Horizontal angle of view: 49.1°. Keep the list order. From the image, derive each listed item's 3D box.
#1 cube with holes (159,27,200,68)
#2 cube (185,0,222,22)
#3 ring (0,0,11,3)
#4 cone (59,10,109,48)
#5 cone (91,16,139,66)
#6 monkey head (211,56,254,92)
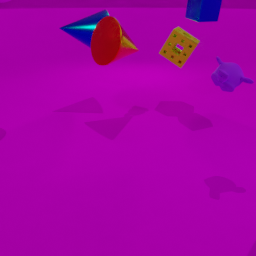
[{"bbox_3d":[1.921,-3.009,10.415,0.992,0.992,0.992,35,31,3],"label":"cube with holes"},{"bbox_3d":[2.534,-4.069,9.413,0.818,0.818,0.818,-10,34,-22],"label":"cube"},{"bbox_3d":[-3.991,-4.313,8.321,1.445,1.445,0.289,-6,71,-13],"label":"ring"},{"bbox_3d":[-1.715,-3.640,10.468,1.681,1.675,1.675,-1,25,-22],"label":"cone"},{"bbox_3d":[-0.170,-2.706,9.263,1.532,1.526,1.526,0,19,-43],"label":"cone"},{"bbox_3d":[2.234,-1.205,6.207,1.029,0.620,0.741,44,0,22],"label":"monkey head"}]
